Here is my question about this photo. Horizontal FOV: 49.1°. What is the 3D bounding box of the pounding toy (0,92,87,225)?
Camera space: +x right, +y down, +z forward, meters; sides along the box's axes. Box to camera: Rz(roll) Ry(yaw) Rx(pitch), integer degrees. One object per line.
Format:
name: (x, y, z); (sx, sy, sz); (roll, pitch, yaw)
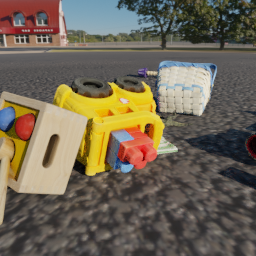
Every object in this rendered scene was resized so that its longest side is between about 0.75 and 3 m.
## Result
pounding toy: (-2.122, 0.502, 5.692); (2.012, 2.186, 1.554); (15, -4, 38)

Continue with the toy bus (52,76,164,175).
toy bus: (-0.099, 0.039, 7.233); (2.941, 1.996, 2.824); (-11, 35, -37)

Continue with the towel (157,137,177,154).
towel: (0.878, 0.497, 8.290); (0.823, 0.126, 1.078); (-7, 20, -17)

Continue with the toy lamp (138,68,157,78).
toy lamp: (1.983, -3.984, 20.393); (2.536, 0.738, 0.738); (8, 20, 17)

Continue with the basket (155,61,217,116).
basket: (2.339, -1.925, 11.940); (2.550, 2.012, 2.892); (7, 51, 18)

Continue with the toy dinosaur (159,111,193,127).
toy dinosaur: (1.437, -0.285, 10.165); (1.736, 0.412, 0.765); (2, 34, 3)

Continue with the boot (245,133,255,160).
boot: (4.639, 0.579, 6.666); (2.264, 1.082, 2.998); (-9, 15, -18)
